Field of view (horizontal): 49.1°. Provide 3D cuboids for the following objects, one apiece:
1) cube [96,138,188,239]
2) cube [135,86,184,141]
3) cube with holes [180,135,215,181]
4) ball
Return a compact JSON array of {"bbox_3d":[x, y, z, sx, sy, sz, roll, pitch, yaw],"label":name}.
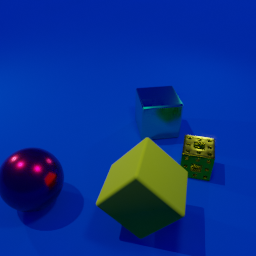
[{"bbox_3d":[0.320,1.189,5.564,1.206,1.206,1.206,41,33,-13],"label":"cube"},{"bbox_3d":[0.880,-0.461,8.374,1.159,1.159,1.159,-5,37,-7],"label":"cube"},{"bbox_3d":[1.742,0.747,7.087,0.765,0.765,0.765,8,38,11],"label":"cube with holes"},{"bbox_3d":[-2.096,1.112,6.091,1.380,1.380,1.380,0,37,0],"label":"ball"}]
